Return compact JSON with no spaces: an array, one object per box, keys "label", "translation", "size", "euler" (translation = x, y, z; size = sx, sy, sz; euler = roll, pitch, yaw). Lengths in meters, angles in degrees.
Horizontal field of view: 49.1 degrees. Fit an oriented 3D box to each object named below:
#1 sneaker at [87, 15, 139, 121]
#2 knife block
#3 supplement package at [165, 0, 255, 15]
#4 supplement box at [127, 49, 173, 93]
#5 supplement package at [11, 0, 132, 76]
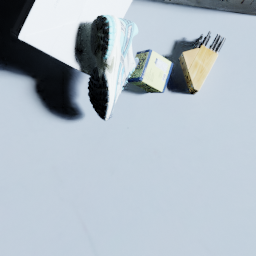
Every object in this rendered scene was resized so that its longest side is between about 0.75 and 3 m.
[{"label":"sneaker","translation":[-0.244,-1.279,6.454],"size":[1.056,2.447,0.950],"euler":[-13,36,-33]},{"label":"knife block","translation":[2.116,-1.784,7.539],"size":[1.314,0.479,1.497],"euler":[-16,85,-4]},{"label":"supplement package","translation":[2.641,-4.290,7.318],"size":[2.985,1.635,1.698],"euler":[8,82,1]},{"label":"supplement box","translation":[0.577,-1.439,7.225],"size":[0.847,0.569,0.848],"euler":[22,82,-33]},{"label":"supplement package","translation":[-1.255,-2.790,6.590],"size":[1.884,1.341,2.419],"euler":[24,99,-35]}]
